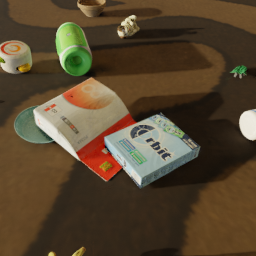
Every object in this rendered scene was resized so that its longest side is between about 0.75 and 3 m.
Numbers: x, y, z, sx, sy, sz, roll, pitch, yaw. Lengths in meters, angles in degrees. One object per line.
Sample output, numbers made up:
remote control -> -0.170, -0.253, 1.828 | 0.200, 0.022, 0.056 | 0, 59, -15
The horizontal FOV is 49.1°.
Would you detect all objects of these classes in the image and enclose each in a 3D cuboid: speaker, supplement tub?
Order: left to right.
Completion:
speaker -> -1.897, -2.792, 9.700 | 1.075, 1.075, 2.432 | -10, 42, -11
supplement tub -> 3.430, -0.159, 6.898 | 1.114, 0.735, 0.735 | -13, 43, -12

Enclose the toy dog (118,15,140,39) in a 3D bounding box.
toy dog -> -0.080, -4.116, 11.514 | 0.947, 0.682, 0.977 | 6, 42, 20

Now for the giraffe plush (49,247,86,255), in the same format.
giraffe plush -> -0.911, 2.253, 4.210 | 0.756, 0.932, 0.804 | -13, 33, 30

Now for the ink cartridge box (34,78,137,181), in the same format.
ink cartridge box -> -0.749, -0.118, 6.787 | 2.419, 0.606, 1.962 | 33, 51, 25

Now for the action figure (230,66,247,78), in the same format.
action figure -> 3.734, -1.890, 9.267 | 0.513, 0.237, 0.868 | 20, 38, 24

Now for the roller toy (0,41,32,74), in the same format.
roller toy -> -3.748, -2.343, 9.377 | 1.106, 0.773, 1.009 | 7, 49, -4

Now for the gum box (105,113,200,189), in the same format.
gum box -> 0.540, 0.429, 6.430 | 1.677, 0.374, 1.425 | -23, 48, -27

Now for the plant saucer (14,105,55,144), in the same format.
plant saucer -> -2.137, -0.052, 7.032 | 1.315, 0.236, 1.315 | 6, 46, -6

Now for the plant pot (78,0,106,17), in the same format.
plant pot -> -1.710, -5.724, 13.382 | 1.337, 0.617, 1.337 | 0, 40, 0
